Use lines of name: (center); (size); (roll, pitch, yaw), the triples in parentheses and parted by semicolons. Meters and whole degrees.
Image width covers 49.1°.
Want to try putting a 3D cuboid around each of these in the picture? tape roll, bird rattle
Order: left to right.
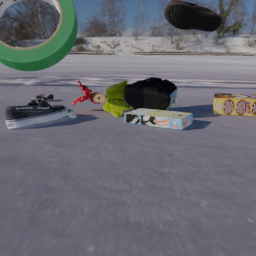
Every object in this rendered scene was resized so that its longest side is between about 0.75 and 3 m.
tape roll: (-2.951, -3.133, 8.277); (2.862, 2.862, 0.688); (-1, -11, -5)
bird rattle: (-0.796, -0.984, 10.453); (2.325, 1.310, 1.895); (2, -5, 33)

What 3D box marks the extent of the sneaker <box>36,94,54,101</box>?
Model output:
sneaker: (-3.961, -1.391, 13.144); (0.401, 0.373, 0.928); (-2, 1, 35)

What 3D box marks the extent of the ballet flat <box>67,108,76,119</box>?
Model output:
ballet flat: (-1.941, -0.526, 9.583); (0.308, 0.308, 0.886); (-5, 15, -21)

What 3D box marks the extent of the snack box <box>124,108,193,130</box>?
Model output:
snack box: (0.936, -0.300, 8.539); (1.818, 0.337, 1.056); (8, 16, 29)

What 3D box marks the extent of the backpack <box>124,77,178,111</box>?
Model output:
backpack: (0.977, -1.171, 10.056); (1.659, 1.564, 2.034); (14, 36, 18)

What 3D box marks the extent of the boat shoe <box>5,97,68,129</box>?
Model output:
boat shoe: (-2.767, -0.579, 8.660); (0.809, 0.765, 2.256); (1, 13, 36)

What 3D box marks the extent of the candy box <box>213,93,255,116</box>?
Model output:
candy box: (4.329, -0.860, 10.188); (2.340, 0.661, 1.365); (2, 15, 17)

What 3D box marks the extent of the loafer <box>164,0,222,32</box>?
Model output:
loafer: (1.865, -3.369, 8.410); (1.977, 0.722, 0.702); (5, 44, -28)
